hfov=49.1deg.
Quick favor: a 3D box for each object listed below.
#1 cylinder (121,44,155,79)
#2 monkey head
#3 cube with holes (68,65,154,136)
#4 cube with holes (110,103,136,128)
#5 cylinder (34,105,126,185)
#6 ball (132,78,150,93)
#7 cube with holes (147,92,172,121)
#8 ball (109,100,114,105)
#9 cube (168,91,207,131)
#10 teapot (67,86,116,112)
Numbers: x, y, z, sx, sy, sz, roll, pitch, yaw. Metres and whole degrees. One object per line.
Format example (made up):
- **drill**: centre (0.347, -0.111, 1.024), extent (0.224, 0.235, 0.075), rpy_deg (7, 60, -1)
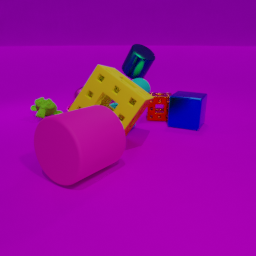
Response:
- **cylinder**: centre (0.422, -2.719, 11.596), extent (1.078, 1.078, 1.078), rpy_deg (17, 44, -17)
- **monkey head**: centre (-2.853, -0.599, 9.610), extent (1.155, 0.696, 0.831), rpy_deg (12, 62, 0)
- **cube with holes**: centre (-0.378, -0.599, 7.127), extent (1.370, 1.370, 1.370), rpy_deg (37, 15, 6)
- **cube with holes**: centre (-0.256, -0.334, 8.475), extent (0.716, 0.716, 0.716), rpy_deg (3, 18, 25)
- **cylinder**: centre (-0.940, 0.292, 5.609), extent (1.321, 1.321, 1.321), rpy_deg (13, 21, 34)
- **ball**: centre (0.428, -1.510, 11.036), extent (0.899, 0.899, 0.899), rpy_deg (0, 18, 0)
- **cube with holes**: centre (1.080, -0.746, 9.609), extent (0.821, 0.821, 0.821), rpy_deg (1, 16, 5)
- **ball**: centre (-0.924, -1.313, 11.099), extent (0.943, 0.943, 0.943), rpy_deg (0, 18, 0)
- **cube**: centre (1.884, -0.575, 8.843), extent (0.981, 0.981, 0.981), rpy_deg (9, 20, 23)
- **teapot**: centre (-1.247, -0.864, 9.678), extent (1.921, 1.194, 0.941), rpy_deg (-12, 54, 15)
